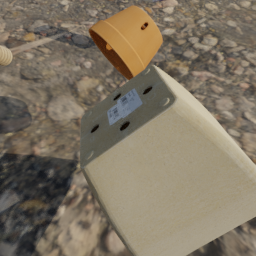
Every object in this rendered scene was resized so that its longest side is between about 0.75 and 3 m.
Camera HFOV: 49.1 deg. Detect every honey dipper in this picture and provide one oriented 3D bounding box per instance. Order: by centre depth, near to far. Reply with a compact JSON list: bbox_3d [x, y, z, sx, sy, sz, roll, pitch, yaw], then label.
[{"bbox_3d":[-2.614,-1.393,4.692,0.374,1.972,0.374,0,92,7],"label":"honey dipper"}]

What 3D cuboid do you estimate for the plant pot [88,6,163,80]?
[{"bbox_3d":[0.028,-1.848,5.981,1.033,1.476,1.476,-43,58,-3],"label":"plant pot"}]

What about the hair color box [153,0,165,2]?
[{"bbox_3d":[1.220,-5.047,9.027,0.548,1.690,0.924,-26,28,-37],"label":"hair color box"}]

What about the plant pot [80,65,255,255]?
[{"bbox_3d":[0.435,0.386,4.340,2.206,1.953,2.203,-36,28,12],"label":"plant pot"}]
